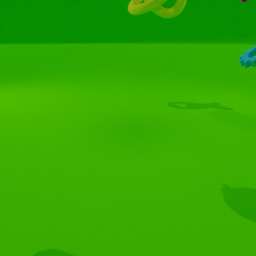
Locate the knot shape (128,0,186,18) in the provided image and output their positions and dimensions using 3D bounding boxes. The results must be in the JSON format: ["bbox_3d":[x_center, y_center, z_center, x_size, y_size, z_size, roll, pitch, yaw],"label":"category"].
[{"bbox_3d":[0.931,-4.686,9.420,2.003,1.874,0.926,-4,-6,12],"label":"knot shape"}]

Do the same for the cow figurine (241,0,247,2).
[{"bbox_3d":[3.446,-4.360,8.243,0.650,1.164,1.183,-34,19,-6],"label":"cow figurine"}]

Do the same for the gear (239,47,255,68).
[{"bbox_3d":[3.965,-2.223,8.533,1.071,0.198,1.071,-28,25,14],"label":"gear"}]
